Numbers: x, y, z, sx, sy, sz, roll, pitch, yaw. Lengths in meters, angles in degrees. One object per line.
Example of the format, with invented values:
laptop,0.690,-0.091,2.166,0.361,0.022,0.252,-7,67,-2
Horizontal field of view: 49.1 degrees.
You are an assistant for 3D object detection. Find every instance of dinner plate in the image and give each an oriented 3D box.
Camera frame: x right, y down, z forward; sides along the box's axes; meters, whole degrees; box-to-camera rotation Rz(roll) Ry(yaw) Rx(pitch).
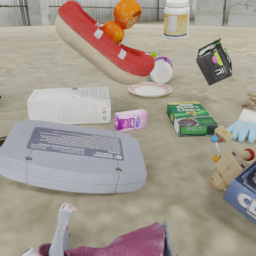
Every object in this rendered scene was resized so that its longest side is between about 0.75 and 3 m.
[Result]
dinner plate,0.913,-1.586,11.767,1.875,0.227,1.875,-1,24,0

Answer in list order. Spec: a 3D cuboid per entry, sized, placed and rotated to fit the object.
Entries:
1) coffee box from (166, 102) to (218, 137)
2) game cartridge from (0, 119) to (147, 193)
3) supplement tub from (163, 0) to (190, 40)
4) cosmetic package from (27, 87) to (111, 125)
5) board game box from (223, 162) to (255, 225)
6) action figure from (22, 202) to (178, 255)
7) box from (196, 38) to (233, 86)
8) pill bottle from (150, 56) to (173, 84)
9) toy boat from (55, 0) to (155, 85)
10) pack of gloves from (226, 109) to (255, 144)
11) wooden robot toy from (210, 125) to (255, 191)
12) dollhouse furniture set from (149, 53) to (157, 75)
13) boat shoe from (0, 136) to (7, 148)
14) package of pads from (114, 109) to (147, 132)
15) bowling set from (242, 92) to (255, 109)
coffee box,1.927,-0.317,8.751,1.159,0.415,1.886,-1,25,-2
game cartridge,-1.110,0.578,6.023,2.907,0.594,1.935,9,22,-10
supplement tub,1.750,-3.925,10.116,0.914,1.266,0.914,-2,35,1
cosmetic package,-1.841,-0.736,9.087,2.505,0.928,1.274,-2,24,-7
board game box,3.103,1.398,4.103,1.883,0.481,2.780,-22,48,-39
action figure,-0.497,1.887,3.567,2.299,1.540,1.712,-11,65,-1
box,2.747,-2.101,8.860,0.787,0.941,1.267,-23,22,30
pill bottle,1.591,-2.733,13.258,1.058,1.058,1.882,3,25,7
toy boat,-0.360,-2.591,7.612,2.954,1.931,1.928,36,17,-23
pack of gloves,4.280,-0.121,8.209,2.283,0.536,2.717,17,29,30
wooden robot toy,2.102,0.977,5.561,0.918,0.946,2.084,1,48,-32
dollhouse furniture set,0.595,-3.467,14.733,1.774,1.162,0.891,7,27,13
boat shoe,-2.675,0.331,7.048,2.129,0.658,0.797,-20,31,-37
package of pads,0.082,-0.223,8.365,0.950,0.572,0.359,-9,26,-19
bowling set,4.428,-0.848,9.999,0.815,0.567,0.437,35,1,-44
